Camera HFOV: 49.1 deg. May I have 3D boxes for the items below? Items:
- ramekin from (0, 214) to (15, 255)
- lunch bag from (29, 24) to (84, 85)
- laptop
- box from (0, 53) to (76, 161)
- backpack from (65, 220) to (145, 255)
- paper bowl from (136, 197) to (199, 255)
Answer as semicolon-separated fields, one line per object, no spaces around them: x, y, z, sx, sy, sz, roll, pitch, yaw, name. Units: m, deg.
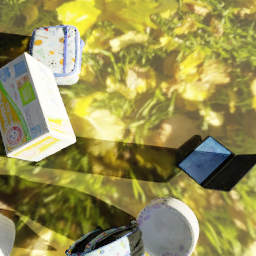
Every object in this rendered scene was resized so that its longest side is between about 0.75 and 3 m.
-2.767;2.222;5.120;1.516;0.739;1.516;-32;36;27;ramekin
-1.976;-2.083;7.836;1.444;0.681;1.802;-3;68;2;lunch bag
1.994;0.712;6.188;1.227;1.384;0.715;-38;96;-19;laptop
-2.217;-0.428;6.447;1.172;1.056;2.083;-28;70;12;box
-0.402;2.168;4.790;1.108;1.214;0.817;-19;79;29;backpack
0.790;1.957;5.531;1.192;0.620;1.192;3;97;24;paper bowl
